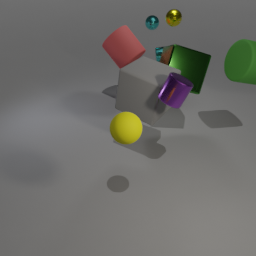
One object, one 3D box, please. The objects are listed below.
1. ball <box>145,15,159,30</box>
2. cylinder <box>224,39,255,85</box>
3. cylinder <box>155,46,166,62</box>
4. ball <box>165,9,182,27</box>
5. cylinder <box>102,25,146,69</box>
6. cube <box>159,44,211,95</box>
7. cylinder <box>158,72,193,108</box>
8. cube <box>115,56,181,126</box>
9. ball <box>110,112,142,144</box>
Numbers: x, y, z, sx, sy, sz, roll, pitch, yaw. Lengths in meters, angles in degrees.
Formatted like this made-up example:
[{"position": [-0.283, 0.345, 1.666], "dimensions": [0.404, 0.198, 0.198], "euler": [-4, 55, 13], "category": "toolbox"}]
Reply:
[{"position": [1.217, -5.303, 14.106], "dimensions": [0.700, 0.700, 0.700], "euler": [0, 30, 0], "category": "ball"}, {"position": [4.296, -2.208, 9.577], "dimensions": [1.400, 1.400, 1.400], "euler": [4, 28, -20], "category": "cylinder"}, {"position": [1.719, -3.641, 13.797], "dimensions": [0.700, 0.700, 0.700], "euler": [-7, 30, 5], "category": "cylinder"}, {"position": [1.940, -4.671, 11.883], "dimensions": [0.700, 0.700, 0.700], "euler": [0, 30, 0], "category": "ball"}, {"position": [-0.179, -3.512, 12.359], "dimensions": [1.400, 1.400, 1.400], "euler": [-39, 4, 3], "category": "cylinder"}, {"position": [1.915, -2.109, 10.147], "dimensions": [1.400, 1.400, 1.400], "euler": [14, 10, -11], "category": "cube"}, {"position": [1.248, -0.994, 7.386], "dimensions": [0.700, 0.700, 0.700], "euler": [21, 29, -12], "category": "cylinder"}, {"position": [0.603, -1.189, 8.710], "dimensions": [1.400, 1.400, 1.400], "euler": [26, 40, 21], "category": "cube"}, {"position": [-0.044, 0.004, 6.019], "dimensions": [0.700, 0.700, 0.700], "euler": [0, 30, 0], "category": "ball"}]
